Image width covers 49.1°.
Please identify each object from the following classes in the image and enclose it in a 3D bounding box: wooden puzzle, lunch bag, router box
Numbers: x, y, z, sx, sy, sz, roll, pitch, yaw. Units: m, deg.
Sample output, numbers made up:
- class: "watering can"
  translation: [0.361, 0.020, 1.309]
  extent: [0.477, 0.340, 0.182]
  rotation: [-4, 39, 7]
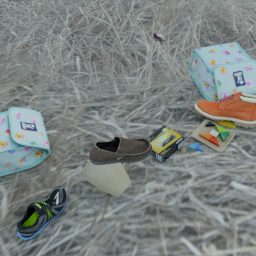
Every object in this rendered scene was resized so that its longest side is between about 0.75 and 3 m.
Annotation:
- class: "wooden puzzle"
  translation: [3.491, 0.238, 11.435]
  extent: [1.551, 0.269, 2.299]
  rotation: [23, 48, 22]
- class: "lunch bag"
  translation: [-4.237, 0.435, 10.236]
  extent: [2.534, 1.545, 2.159]
  rotation: [-18, 48, -13]
- class: "lunch bag"
  translation: [4.634, -2.523, 13.243]
  extent: [2.536, 1.815, 2.977]
  rotation: [-12, 53, -14]
- class: "router box"
  translation: [1.384, 0.593, 10.981]
  extent: [1.092, 0.363, 1.389]
  rotation: [34, 53, 30]

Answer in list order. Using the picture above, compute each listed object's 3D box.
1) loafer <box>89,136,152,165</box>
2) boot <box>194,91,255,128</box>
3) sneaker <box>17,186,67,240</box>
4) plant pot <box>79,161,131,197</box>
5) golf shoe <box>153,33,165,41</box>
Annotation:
- class: "loafer"
  translation: [-0.131, 0.511, 6.826]
  extent: [1.619, 0.575, 0.591]
  rotation: [-10, 45, -19]
- class: "boot"
  translation: [4.194, -0.998, 11.840]
  extent: [2.613, 1.401, 0.980]
  rotation: [12, 33, 13]
- class: "sneaker"
  translation: [-2.603, 2.531, 8.642]
  extent: [0.682, 0.797, 1.924]
  rotation: [26, 50, 23]
- class: "plant pot"
  translation: [-0.626, 1.562, 9.360]
  extent: [1.441, 1.350, 1.350]
  rotation: [42, 54, 7]
- class: "golf shoe"
  translation: [1.947, -5.765, 17.731]
  extent: [0.391, 0.308, 0.848]
  rotation: [-16, 51, -35]
